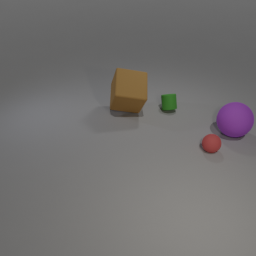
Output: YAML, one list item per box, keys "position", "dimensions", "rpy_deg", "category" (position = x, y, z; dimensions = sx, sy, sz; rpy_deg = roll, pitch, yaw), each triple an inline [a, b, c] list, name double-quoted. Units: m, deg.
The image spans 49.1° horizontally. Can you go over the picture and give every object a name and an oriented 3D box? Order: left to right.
- position: [0.014, -1.637, 12.499]
  dimensions: [1.400, 1.400, 1.400]
  rpy_deg: [6, 67, -11]
  category: "cube"
- position: [1.928, -1.226, 13.151]
  dimensions: [0.700, 0.700, 0.700]
  rpy_deg: [-5, 10, 1]
  category: "cylinder"
- position: [3.094, 0.567, 10.370]
  dimensions: [0.700, 0.700, 0.700]
  rpy_deg: [0, 31, 0]
  category: "ball"
- position: [4.244, -0.329, 11.121]
  dimensions: [1.400, 1.400, 1.400]
  rpy_deg: [0, 31, 0]
  category: "ball"
